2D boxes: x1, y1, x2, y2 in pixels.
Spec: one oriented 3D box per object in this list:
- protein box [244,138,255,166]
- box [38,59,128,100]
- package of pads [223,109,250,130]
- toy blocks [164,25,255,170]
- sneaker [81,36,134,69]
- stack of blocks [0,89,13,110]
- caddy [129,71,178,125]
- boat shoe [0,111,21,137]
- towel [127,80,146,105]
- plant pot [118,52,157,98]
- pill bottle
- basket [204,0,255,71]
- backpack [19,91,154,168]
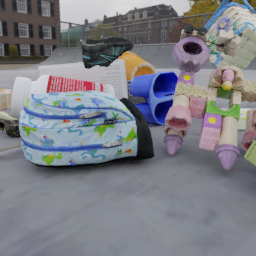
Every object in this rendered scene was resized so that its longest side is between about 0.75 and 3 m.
[{"bbox_3d":[3.260,0.380,4.427,1.752,1.191,1.765,-11,41,-37],"label":"protein box"},{"bbox_3d":[-1.577,-1.491,10.578,2.908,1.901,2.893,-7,12,-5],"label":"box"},{"bbox_3d":[3.848,-0.307,9.471,1.520,0.518,1.175,1,16,-2],"label":"package of pads"},{"bbox_3d":[2.012,-0.207,5.950,2.541,2.719,2.289,10,58,9],"label":"toy blocks"},{"bbox_3d":[-0.547,-2.016,7.415,1.726,0.684,0.651,-22,41,-40],"label":"sneaker"},{"bbox_3d":[-6.085,-1.239,12.594,1.388,0.706,2.411,7,17,24],"label":"stack of blocks"},{"bbox_3d":[1.158,-1.100,10.071,1.333,1.795,2.539,2,14,33],"label":"caddy"},{"bbox_3d":[-3.387,0.014,8.263,1.709,0.611,0.562,21,50,25],"label":"boat shoe"},{"bbox_3d":[1.009,-1.474,12.310,2.136,0.914,1.768,3,-4,6],"label":"towel"},{"bbox_3d":[0.223,-2.662,14.573,2.520,2.520,2.307,-9,19,-30],"label":"plant pot"},{"bbox_3d":[-1.860,-0.701,8.219,2.746,1.541,1.541,7,13,-14],"label":"pill bottle"},{"bbox_3d":[3.209,-3.055,9.004,1.690,2.142,2.430,16,38,-23],"label":"basket"},{"bbox_3d":[-1.030,0.000,6.244,2.619,2.014,2.137,-18,27,-12],"label":"backpack"}]
